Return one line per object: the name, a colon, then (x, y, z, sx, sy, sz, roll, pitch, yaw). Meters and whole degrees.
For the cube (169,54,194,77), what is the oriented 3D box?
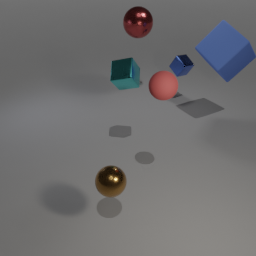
cube: (2.511, -2.921, 13.100, 0.700, 0.700, 0.700, -18, 66, -36)

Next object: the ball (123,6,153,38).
ball: (0.467, -4.899, 13.016, 1.400, 1.400, 1.400, 0, 29, 0)

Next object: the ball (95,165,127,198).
ball: (-0.378, 1.176, 6.183, 0.700, 0.700, 0.700, 0, 29, 0)

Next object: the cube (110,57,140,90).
cube: (-0.076, -1.660, 8.662, 0.700, 0.700, 0.700, -4, -18, 22)

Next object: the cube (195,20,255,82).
cube: (3.675, -2.852, 10.553, 1.400, 1.400, 1.400, 17, 34, -55)

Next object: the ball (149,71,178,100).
ball: (0.839, -1.009, 6.674, 0.700, 0.700, 0.700, 0, 29, 0)
